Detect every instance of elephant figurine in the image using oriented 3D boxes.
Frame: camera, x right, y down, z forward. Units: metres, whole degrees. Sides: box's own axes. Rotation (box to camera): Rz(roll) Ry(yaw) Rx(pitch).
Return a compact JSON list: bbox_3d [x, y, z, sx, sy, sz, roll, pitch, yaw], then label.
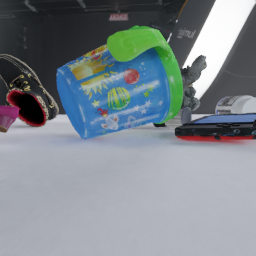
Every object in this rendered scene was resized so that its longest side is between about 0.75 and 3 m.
[{"bbox_3d":[1.475,-1.493,9.890,1.994,2.186,2.818,43,0,27],"label":"elephant figurine"}]

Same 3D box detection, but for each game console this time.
[{"bbox_3d":[1.907,-0.584,4.518,1.846,1.271,2.142,-1,7,31],"label":"game console"}]

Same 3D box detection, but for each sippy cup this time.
[{"bbox_3d":[-0.217,-0.579,4.199,1.466,2.001,1.571,-23,40,-21],"label":"sippy cup"}]

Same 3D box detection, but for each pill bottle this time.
[{"bbox_3d":[3.154,-0.477,7.855,0.858,0.858,1.509,0,5,-6],"label":"pill bottle"}]

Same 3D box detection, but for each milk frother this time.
[{"bbox_3d":[0.944,-0.279,6.858,0.869,0.834,0.924,2,33,39],"label":"milk frother"}]

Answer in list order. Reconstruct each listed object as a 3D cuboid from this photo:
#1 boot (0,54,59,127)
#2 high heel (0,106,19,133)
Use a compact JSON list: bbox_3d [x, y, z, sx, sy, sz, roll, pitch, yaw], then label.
[{"bbox_3d":[-3.043,-1.068,8.046,0.913,2.496,1.879,-37,15,2],"label":"boot"},{"bbox_3d":[-2.894,-0.341,5.601,1.293,0.621,0.436,21,-42,-10],"label":"high heel"}]
